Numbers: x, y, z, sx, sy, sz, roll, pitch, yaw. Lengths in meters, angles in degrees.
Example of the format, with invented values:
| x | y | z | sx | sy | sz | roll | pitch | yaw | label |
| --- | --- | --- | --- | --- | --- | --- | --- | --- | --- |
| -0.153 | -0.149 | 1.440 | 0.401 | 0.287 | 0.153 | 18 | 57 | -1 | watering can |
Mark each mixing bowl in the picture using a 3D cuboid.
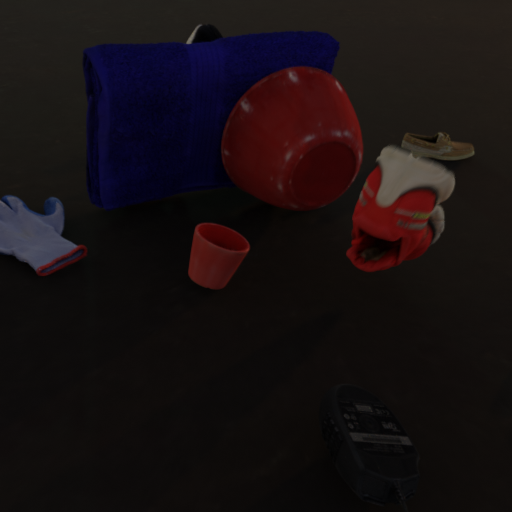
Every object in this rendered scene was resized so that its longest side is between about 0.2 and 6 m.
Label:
| x | y | z | sx | sy | sz | roll | pitch | yaw | label |
| --- | --- | --- | --- | --- | --- | --- | --- | --- | --- |
| 0.790 | -1.641 | 9.012 | 2.420 | 2.420 | 1.311 | -12 | 41 | -20 | mixing bowl |

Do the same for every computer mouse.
| x | y | z | sx | sy | sz | roll | pitch | yaw | label |
| --- | --- | --- | --- | --- | --- | --- | --- | --- | --- |
| 1.131 | 2.130 | 4.541 | 0.786 | 0.456 | 2.681 | 15 | 30 | -23 | computer mouse |

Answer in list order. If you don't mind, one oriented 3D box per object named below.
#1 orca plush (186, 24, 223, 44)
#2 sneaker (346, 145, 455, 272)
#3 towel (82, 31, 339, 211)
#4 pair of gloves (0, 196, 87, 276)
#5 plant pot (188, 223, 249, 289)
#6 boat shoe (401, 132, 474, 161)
| x | y | z | sx | sy | sz | roll | pitch | yaw | label |
| --- | --- | --- | --- | --- | --- | --- | --- | --- | --- |
| -1.102 | -2.718 | 10.470 | 1.542 | 2.930 | 1.042 | -8 | 54 | -48 | orca plush |
| 1.565 | -0.343 | 6.841 | 1.111 | 1.225 | 2.885 | 32 | -3 | 20 | sneaker |
| -0.734 | -2.141 | 9.367 | 4.170 | 3.079 | 1.033 | -16 | 60 | -24 | towel |
| -4.295 | -0.123 | 8.280 | 2.846 | 0.403 | 3.540 | 25 | 39 | 35 | pair of gloves |
| -0.557 | 0.031 | 7.558 | 0.765 | 0.677 | 0.765 | 19 | 23 | -9 | plant pot |
| 3.882 | -2.359 | 11.928 | 1.545 | 0.513 | 0.572 | 1 | 31 | 1 | boat shoe |
